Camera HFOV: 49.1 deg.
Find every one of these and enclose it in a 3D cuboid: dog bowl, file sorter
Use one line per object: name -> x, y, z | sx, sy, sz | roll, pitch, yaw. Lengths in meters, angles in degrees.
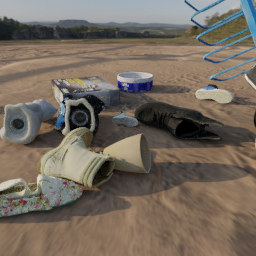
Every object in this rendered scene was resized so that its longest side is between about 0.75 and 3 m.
dog bowl -> 0.329, -2.120, 12.917 | 1.640, 0.646, 1.640 | 0, 22, 0
file sorter -> 2.909, -2.827, 8.112 | 1.602, 2.612, 1.812 | -19, -5, 32

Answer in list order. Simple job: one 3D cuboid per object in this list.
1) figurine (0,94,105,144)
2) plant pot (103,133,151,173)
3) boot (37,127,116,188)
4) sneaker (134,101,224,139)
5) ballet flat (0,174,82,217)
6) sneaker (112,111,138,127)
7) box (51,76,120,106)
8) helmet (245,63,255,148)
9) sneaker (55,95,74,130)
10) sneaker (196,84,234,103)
figurine -> -2.006, -0.411, 8.146 | 2.579, 1.110, 2.516 | -4, 13, 3
plant pot -> -0.045, 0.585, 6.011 | 0.890, 0.833, 0.833 | -9, 18, 18
boot -> -0.862, 0.599, 6.029 | 1.367, 0.637, 1.768 | 8, 29, 22
sneaker -> 1.313, -0.195, 7.859 | 2.525, 0.758, 1.317 | 8, 18, 12
ballet flat -> -1.663, 1.114, 4.809 | 1.784, 0.570, 0.675 | -9, 24, -22
sneaker -> -0.010, -0.308, 8.719 | 0.873, 0.321, 0.515 | 9, 29, 27
box -> -1.793, -1.471, 11.243 | 2.141, 0.653, 2.703 | -9, 24, -21
helmet -> 3.970, -0.543, 6.326 | 2.644, 2.520, 2.644 | 0, 21, 0
sneaker -> -1.876, -0.509, 8.543 | 0.730, 0.837, 1.862 | -4, 25, -11
sneaker -> 3.564, -1.399, 11.173 | 1.505, 0.578, 0.837 | 10, 31, 40
